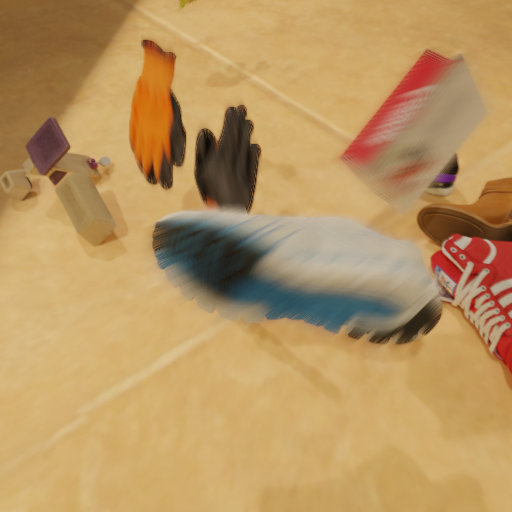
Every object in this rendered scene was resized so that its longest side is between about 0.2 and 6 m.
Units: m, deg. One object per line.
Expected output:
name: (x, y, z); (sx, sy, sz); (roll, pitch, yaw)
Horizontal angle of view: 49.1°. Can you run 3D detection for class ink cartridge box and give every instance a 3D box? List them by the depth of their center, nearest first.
ink cartridge box: (1.986, -1.634, 7.192); (1.742, 1.530, 0.731); (-51, 55, 7)

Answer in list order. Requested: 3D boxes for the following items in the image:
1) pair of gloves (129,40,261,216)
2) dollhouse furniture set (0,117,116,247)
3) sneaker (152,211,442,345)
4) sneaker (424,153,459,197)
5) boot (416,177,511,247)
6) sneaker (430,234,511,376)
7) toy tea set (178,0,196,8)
pair of gloves: (-0.973, -1.509, 8.011); (2.632, 2.345, 0.325); (40, 48, 24)
dollhouse furniture set: (-3.403, -1.059, 10.946); (2.388, 1.893, 1.695); (58, 24, 16)
sneaker: (0.420, 0.025, 6.177); (3.075, 1.153, 1.333); (14, 37, 2)
sneaker: (2.984, -2.027, 11.208); (2.208, 1.098, 0.768); (17, 49, 15)
boot: (4.235, -0.907, 10.278); (2.428, 0.931, 1.885); (9, 44, 14)
sneaker: (3.498, 0.787, 8.517); (1.740, 1.102, 3.094); (12, 40, 6)
toy tea set: (-1.405, -5.677, 10.522); (1.100, 1.850, 0.685); (19, 32, -14)
